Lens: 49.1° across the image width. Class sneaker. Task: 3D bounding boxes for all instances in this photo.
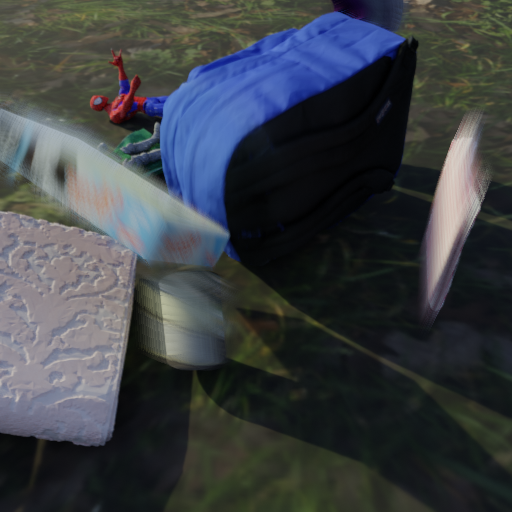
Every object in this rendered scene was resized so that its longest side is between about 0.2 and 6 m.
[{"bbox_3d":[1.502,-3.045,9.406,1.344,3.070,1.142,-10,23,-33],"label":"sneaker"}]

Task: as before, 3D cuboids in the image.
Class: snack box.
[{"bbox_3d":[-1.769,-0.787,6.519,2.747,0.510,1.596,32,8,20],"label":"snack box"}]

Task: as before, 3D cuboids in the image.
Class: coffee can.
[{"bbox_3d":[-0.708,0.709,6.291,0.683,0.934,0.683,-3,17,1],"label":"coffee can"}]

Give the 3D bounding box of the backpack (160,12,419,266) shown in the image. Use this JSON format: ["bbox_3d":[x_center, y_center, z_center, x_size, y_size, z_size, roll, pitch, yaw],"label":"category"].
[{"bbox_3d":[0.239,-1.599,8.102,3.364,2.733,2.823,-37,49,-25],"label":"backpack"}]

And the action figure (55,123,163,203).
[{"bbox_3d":[-2.406,-1.531,9.620,1.424,0.659,2.412,31,52,28],"label":"action figure"}]

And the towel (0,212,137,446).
[{"bbox_3d":[-3.001,0.564,6.295,3.133,0.505,2.992,14,38,-16],"label":"towel"}]

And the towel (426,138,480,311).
[{"bbox_3d":[2.144,-0.315,6.178,0.247,1.650,1.208,7,51,8],"label":"towel"}]

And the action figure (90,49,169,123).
[{"bbox_3d":[-2.037,-3.357,11.309,2.799,1.385,0.913,0,39,4],"label":"action figure"}]
